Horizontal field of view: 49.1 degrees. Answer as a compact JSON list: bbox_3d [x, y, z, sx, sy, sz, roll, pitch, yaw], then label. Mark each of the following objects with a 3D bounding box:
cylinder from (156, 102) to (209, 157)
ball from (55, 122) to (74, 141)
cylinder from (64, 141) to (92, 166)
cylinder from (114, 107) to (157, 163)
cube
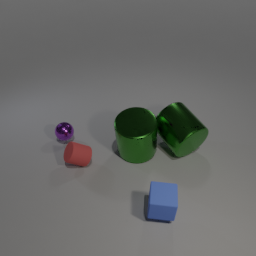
[{"bbox_3d":[1.821,0.053,9.781,1.400,1.400,1.400,-19,54,-27],"label":"cylinder"},{"bbox_3d":[-2.369,0.127,10.431,0.700,0.700,0.700,0,32,0],"label":"ball"},{"bbox_3d":[-1.658,0.862,9.244,0.700,0.700,0.700,19,20,-34],"label":"cylinder"},{"bbox_3d":[0.284,0.253,9.491,1.400,1.400,1.400,-2,49,3],"label":"cylinder"},{"bbox_3d":[0.896,1.899,7.278,0.700,0.700,0.700,5,43,4],"label":"cube"}]
